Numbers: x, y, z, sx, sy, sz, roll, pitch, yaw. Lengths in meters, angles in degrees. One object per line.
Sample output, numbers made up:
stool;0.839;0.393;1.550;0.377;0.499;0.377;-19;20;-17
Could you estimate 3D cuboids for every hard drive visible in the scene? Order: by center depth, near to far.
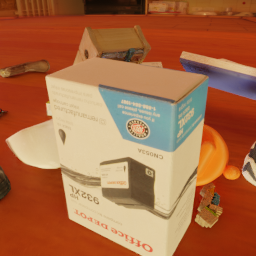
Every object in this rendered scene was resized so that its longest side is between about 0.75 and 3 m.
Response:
hard drive;3.103;-1.422;8.250;2.872;0.364;1.895;23;-1;29

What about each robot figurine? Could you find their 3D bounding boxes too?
robot figurine;1.432;0.537;5.822;1.517;1.230;2.109;-11;-11;20

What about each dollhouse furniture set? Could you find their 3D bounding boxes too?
dollhouse furniture set;-0.258;-1.530;9.073;1.962;1.951;2.784;-14;70;-30

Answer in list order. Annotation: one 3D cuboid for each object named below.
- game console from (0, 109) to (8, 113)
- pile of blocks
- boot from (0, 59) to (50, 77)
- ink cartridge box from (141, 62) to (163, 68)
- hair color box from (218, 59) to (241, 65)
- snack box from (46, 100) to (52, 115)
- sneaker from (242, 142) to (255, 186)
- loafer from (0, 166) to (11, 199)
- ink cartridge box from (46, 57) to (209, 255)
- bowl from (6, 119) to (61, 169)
game console;-4.600;-0.432;9.437;0.826;0.490;0.712;3;58;6
pile of blocks;1.548;1.520;5.361;0.429;0.325;1.046;20;39;11
boot;-5.057;-2.866;13.618;1.824;0.629;1.957;4;21;38
ink cartridge box;0.134;-2.228;12.009;2.795;0.548;1.390;-1;46;-2
hair color box;4.485;-2.372;12.445;1.336;0.808;2.671;-10;28;-18
snack box;-1.747;-0.840;9.783;1.812;0.480;1.289;4;27;8
sneaker;3.527;0.723;5.335;1.051;1.714;2.634;-13;30;-22
loafer;-3.715;0.707;6.154;2.763;0.999;1.006;12;30;24
ink cartridge box;-0.013;0.497;4.543;2.057;2.836;1.187;15;33;28
bowl;-1.296;0.151;6.478;2.599;0.971;2.603;-24;7;-32
